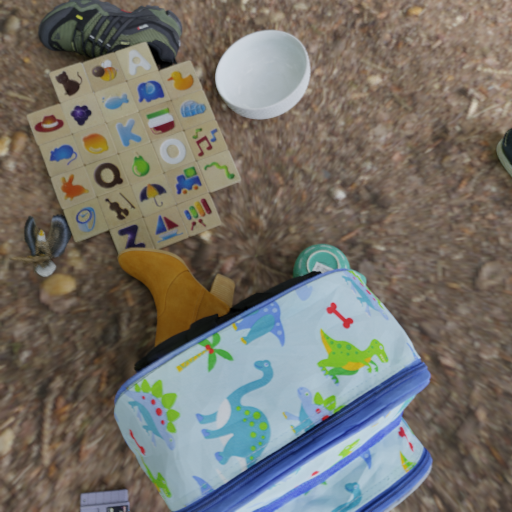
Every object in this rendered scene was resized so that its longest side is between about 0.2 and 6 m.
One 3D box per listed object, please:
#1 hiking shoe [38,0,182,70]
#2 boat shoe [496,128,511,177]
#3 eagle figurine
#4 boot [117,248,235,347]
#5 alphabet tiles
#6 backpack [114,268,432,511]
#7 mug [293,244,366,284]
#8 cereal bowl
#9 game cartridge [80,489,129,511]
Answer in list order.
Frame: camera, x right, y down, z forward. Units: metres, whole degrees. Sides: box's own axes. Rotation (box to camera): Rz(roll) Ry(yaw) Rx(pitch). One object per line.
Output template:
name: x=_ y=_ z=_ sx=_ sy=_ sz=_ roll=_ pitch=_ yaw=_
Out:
hiking shoe: x=-2.698 y=-3.893 z=10.273 sx=2.648 sy=1.003 sz=1.333 roll=-2 pitch=66 yaw=-2
boat shoe: x=5.174 y=-1.208 z=9.339 sx=0.996 sy=0.823 sz=2.660 roll=-27 pitch=71 yaw=-10
eagle figurine: x=-3.481 y=-0.218 z=9.164 sx=0.711 sy=0.715 sz=0.942 roll=-40 pitch=32 yaw=26
boot: x=-1.351 y=0.746 z=8.517 sx=2.017 sy=0.710 sz=1.444 roll=17 pitch=53 yaw=-1
alphabet tiles: x=-2.078 y=-1.837 z=9.574 sx=2.969 sy=0.113 sz=3.568 roll=-22 pitch=83 yaw=-8
backpack: x=0.339 y=1.923 z=6.569 sx=3.415 sy=3.732 sz=2.743 roll=-29 pitch=72 yaw=-11
mug: x=1.119 y=0.230 z=8.856 sx=1.075 sy=0.665 sz=0.883 roll=-20 pitch=70 yaw=-5
cereal bowl: x=0.166 y=-3.151 z=10.056 sx=1.688 sy=0.703 sz=1.688 roll=-5 pitch=70 yaw=15
game cartridge: x=-2.100 y=3.820 z=7.767 sx=0.672 sy=0.199 sz=1.037 roll=-6 pitch=69 yaw=2
